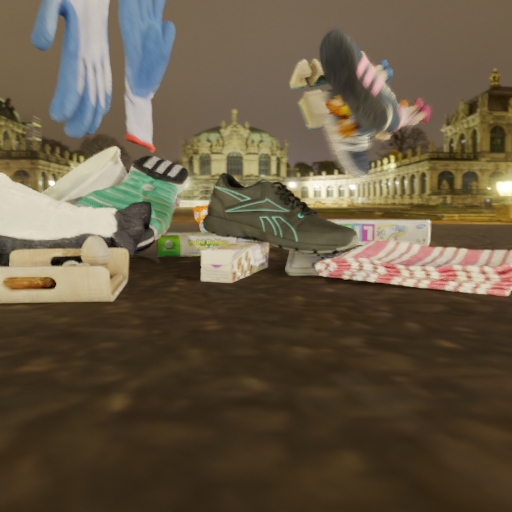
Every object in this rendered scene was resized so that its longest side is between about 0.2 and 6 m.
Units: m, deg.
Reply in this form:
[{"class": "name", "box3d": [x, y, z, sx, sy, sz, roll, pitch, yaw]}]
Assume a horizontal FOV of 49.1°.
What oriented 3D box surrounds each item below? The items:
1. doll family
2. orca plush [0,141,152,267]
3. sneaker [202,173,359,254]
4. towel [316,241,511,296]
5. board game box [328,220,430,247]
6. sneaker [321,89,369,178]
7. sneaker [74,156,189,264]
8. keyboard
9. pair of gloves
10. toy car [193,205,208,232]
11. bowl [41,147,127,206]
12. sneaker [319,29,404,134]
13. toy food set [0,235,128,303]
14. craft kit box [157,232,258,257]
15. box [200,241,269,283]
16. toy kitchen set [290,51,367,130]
[{"class": "doll family", "box3d": [2.146, -2.755, 10.776, 1.448, 1.051, 2.333, -14, 48, -11]}, {"class": "orca plush", "box3d": [-3.318, -0.439, 7.274, 3.877, 2.040, 1.378, -3, -26, -9]}, {"class": "sneaker", "box3d": [0.294, -0.546, 7.413, 2.206, 0.874, 0.832, 13, 6, 21]}, {"class": "towel", "box3d": [1.875, 0.041, 6.122, 2.050, 0.307, 1.500, 5, 11, 32]}, {"class": "board game box", "box3d": [2.623, -0.632, 14.507, 3.586, 0.614, 2.411, 2, 4, 18]}, {"class": "sneaker", "box3d": [2.390, -2.908, 12.968, 1.228, 2.264, 0.794, -14, 26, 37]}, {"class": "sneaker", "box3d": [-2.119, -0.411, 9.618, 1.371, 1.612, 3.684, 22, 29, 3]}, {"class": "keyboard", "box3d": [2.996, 0.088, 7.148, 5.187, 0.277, 1.460, 0, 4, 6]}, {"class": "pair of gloves", "box3d": [-1.943, -3.088, 7.973, 0.429, 3.028, 3.766, 6, 6, 11]}, {"class": "toy car", "box3d": [-0.295, -0.929, 16.084, 2.943, 0.979, 1.444, -1, -13, 1]}, {"class": "bowl", "box3d": [-3.404, -0.894, 10.911, 2.622, 1.178, 2.622, -28, 24, 14]}, {"class": "sneaker", "box3d": [1.588, -2.585, 8.468, 0.752, 1.834, 0.643, -6, -24, -49]}, {"class": "toy food set", "box3d": [-1.921, 0.090, 5.290, 1.259, 0.530, 1.754, -1, 4, -7]}, {"class": "craft kit box", "box3d": [-0.851, -0.232, 10.641, 1.862, 0.457, 1.885, 2, 4, -5]}, {"class": "box", "box3d": [-0.220, 0.043, 6.978, 0.395, 0.369, 1.907, 4, 5, 14]}, {"class": "toy kitchen set", "box3d": [1.575, -3.281, 11.549, 1.634, 1.309, 0.963, -15, -17, -17]}]
